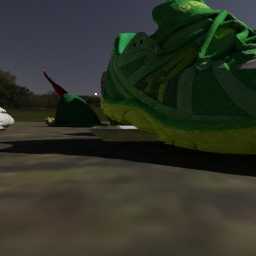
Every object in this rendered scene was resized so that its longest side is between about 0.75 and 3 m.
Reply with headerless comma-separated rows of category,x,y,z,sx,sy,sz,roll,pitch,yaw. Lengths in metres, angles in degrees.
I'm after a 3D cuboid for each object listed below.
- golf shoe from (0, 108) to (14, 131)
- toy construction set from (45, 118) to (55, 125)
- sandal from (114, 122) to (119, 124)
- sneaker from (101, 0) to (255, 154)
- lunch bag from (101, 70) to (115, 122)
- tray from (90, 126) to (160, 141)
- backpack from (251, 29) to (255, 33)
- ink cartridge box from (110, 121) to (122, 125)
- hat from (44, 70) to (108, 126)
golf shoe,-2.276,-0.224,4.418,0.890,0.717,1.831,6,0,-22
toy construction set,-3.797,-0.379,14.150,0.967,0.446,0.634,-7,24,9
sandal,0.502,-0.405,11.262,1.064,0.599,2.798,3,-1,-42
sneaker,0.544,-0.480,2.174,1.010,1.140,2.727,-8,13,-34
lunch bag,0.105,-1.272,10.153,2.231,1.871,1.555,11,38,45
tray,0.270,0.055,3.055,1.333,0.148,0.715,0,1,-4
backpack,1.723,-0.707,4.719,2.681,2.061,2.187,-18,-4,32
ink cartridge box,0.319,-0.601,13.000,2.011,0.838,1.460,1,8,18
hat,-2.070,-1.215,10.683,2.599,2.288,2.153,0,1,-6
